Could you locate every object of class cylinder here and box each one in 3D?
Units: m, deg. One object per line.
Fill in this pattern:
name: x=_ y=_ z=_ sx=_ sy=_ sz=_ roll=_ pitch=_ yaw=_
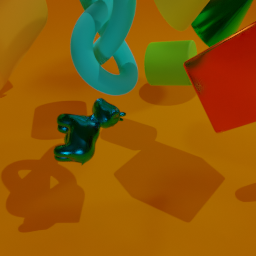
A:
cylinder: x=0.933 y=-1.378 z=6.006 sx=0.926 sy=0.926 sz=0.926 roll=4 pitch=40 yaw=24
cylinder: x=-2.019 y=-1.416 z=3.790 sx=1.390 sy=1.390 sz=1.390 roll=12 pitch=59 yaw=13

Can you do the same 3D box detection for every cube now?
cube: x=2.028 y=-0.899 z=4.726 sx=1.344 sy=1.344 sz=1.344 roll=-24 pitch=4 yaw=45

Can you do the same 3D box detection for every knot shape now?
knot shape: x=-0.320 y=-1.372 z=4.250 sx=0.911 sy=1.971 sz=1.845 roll=-2 pitch=72 yaw=1

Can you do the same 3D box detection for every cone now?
cone: x=0.888 y=-1.760 z=3.163 sx=0.979 sy=0.976 sz=0.976 roll=-13 pitch=29 yaw=39
cone: x=2.563 y=-2.956 z=6.814 sx=1.572 sy=1.578 sz=1.572 roll=18 pitch=58 yaw=-30

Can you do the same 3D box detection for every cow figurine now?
cow figurine: x=-0.587 y=0.059 z=4.466 sx=1.093 sy=0.610 sz=1.110 roll=4 pitch=68 yaw=-11
